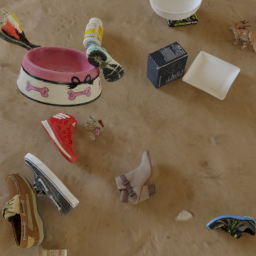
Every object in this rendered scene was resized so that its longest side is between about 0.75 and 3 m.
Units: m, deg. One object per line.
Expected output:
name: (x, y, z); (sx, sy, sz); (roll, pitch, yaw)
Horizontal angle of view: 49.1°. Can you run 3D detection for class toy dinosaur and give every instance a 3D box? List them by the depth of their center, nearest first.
toy dinosaur: (5.595, -4.437, 13.289); (1.850, 0.794, 1.254); (40, 64, 12)

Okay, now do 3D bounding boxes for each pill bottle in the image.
pill bottle: (-1.613, -4.460, 13.237); (0.821, 0.821, 1.456); (3, 64, 2)

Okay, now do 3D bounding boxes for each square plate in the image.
square plate: (3.697, -2.338, 12.492); (1.988, 0.283, 1.969); (30, 67, 14)

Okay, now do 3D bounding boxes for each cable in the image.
cable: (-3.855, -3.301, 10.528); (0.629, 2.500, 1.214); (-30, 40, 27)

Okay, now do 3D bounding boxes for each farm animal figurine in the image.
farm animal figurine: (-1.382, 0.038, 11.258); (0.889, 0.469, 0.899); (27, 73, 25)

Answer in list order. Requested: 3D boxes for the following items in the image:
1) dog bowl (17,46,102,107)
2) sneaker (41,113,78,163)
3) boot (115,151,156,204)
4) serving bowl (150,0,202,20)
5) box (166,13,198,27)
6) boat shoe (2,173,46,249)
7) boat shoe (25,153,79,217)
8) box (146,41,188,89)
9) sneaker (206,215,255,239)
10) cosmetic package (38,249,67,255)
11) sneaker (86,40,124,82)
dog bowl: (-2.031, -1.680, 8.548); (2.577, 0.950, 2.577); (9, 32, -6)
sneaker: (-2.358, 0.221, 10.931); (1.269, 0.861, 2.197); (-35, 70, -14)
boot: (0.228, 1.807, 10.251); (1.370, 0.658, 1.873); (-7, 65, -3)
serving bowl: (2.288, -6.154, 13.685); (2.527, 0.831, 2.527); (-1, 63, 1)
box: (2.624, -5.813, 14.170); (1.451, 0.357, 1.503); (-9, 63, -7)
boat shoe: (-3.640, 2.749, 9.408); (0.997, 0.974, 2.636); (-45, 64, 29)
boat shoe: (-2.961, 2.028, 10.034); (2.666, 0.956, 0.904); (43, 70, 11)
box: (1.640, -2.658, 11.987); (1.438, 1.463, 0.907); (-28, 65, -14)
sneaker: (3.536, 3.370, 9.501); (1.693, 0.600, 0.702); (3, 57, -2)
cosmetic package: (-2.474, 4.237, 9.203); (0.859, 0.375, 0.444); (-2, 64, -1)
sneaker: (-0.662, -1.999, 8.272); (0.641, 1.652, 0.713); (-28, 58, 13)
